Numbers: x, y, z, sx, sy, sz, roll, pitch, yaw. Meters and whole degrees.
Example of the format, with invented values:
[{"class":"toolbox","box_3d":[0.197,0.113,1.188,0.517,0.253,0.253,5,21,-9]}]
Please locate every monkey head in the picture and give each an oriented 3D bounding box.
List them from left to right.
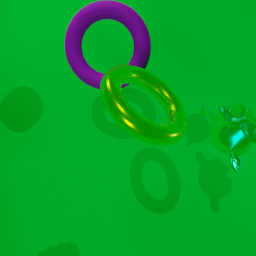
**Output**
[{"class":"monkey head","box_3d":[1.861,0.021,5.247,1.093,0.916,1.519,13,46,-35]}]

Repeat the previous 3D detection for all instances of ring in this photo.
[{"class":"ring","box_3d":[-0.414,-1.637,5.679,1.763,0.353,1.763,1,106,3]},{"class":"ring","box_3d":[0.288,-0.409,4.539,1.617,1.617,0.323,44,128,4]}]
